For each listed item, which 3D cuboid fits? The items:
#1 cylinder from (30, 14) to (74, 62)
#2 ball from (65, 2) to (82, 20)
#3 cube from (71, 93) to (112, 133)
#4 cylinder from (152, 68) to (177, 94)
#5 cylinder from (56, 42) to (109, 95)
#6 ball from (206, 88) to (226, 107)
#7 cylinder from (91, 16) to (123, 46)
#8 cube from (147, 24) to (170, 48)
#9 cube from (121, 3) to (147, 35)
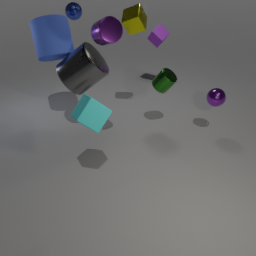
[{"bbox_3d":[-2.816,-3.332,10.501,1.400,1.400,1.400,-11,8,2],"label":"cylinder"},{"bbox_3d":[-2.252,-4.838,11.606,0.700,0.700,0.700,0,31,0],"label":"ball"},{"bbox_3d":[-0.976,-0.396,7.402,0.700,0.700,0.700,32,1,-29],"label":"cube"},{"bbox_3d":[1.371,-1.776,10.545,0.700,0.700,0.700,21,46,-24],"label":"cylinder"},{"bbox_3d":[-1.650,-2.164,10.277,1.400,1.400,1.400,-33,25,19],"label":"cylinder"},{"bbox_3d":[3.296,-1.145,10.475,0.700,0.700,0.700,0,31,0],"label":"ball"},{"bbox_3d":[-0.596,-2.685,7.787,0.700,0.700,0.700,-15,16,-23],"label":"cylinder"},{"bbox_3d":[1.524,-4.599,13.959,0.700,0.700,0.700,42,68,-5],"label":"cube"},{"bbox_3d":[0.248,-4.019,10.402,0.700,0.700,0.700,-9,59,27],"label":"cube"}]
